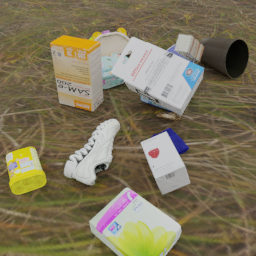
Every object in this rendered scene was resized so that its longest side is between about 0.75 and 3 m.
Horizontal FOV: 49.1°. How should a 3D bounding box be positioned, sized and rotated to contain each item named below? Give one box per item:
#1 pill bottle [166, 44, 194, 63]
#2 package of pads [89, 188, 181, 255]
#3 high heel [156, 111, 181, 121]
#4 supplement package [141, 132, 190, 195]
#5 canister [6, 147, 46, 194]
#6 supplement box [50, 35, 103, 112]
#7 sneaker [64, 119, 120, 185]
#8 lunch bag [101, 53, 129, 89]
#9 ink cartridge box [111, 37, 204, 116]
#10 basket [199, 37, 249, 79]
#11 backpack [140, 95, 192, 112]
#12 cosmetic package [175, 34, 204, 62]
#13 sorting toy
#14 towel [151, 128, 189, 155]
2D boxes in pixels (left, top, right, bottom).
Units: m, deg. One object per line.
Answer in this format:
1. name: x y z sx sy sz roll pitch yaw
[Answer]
1. pill bottle: 2.318 -3.186 13.341 1.424 1.424 2.379 25 47 27
2. package of pads: 0.207 2.570 7.166 1.932 0.659 1.493 31 50 30
3. high heel: 1.572 -0.434 10.866 0.683 0.342 0.957 -10 21 -21
4. supplement package: 1.117 1.044 8.583 0.931 0.920 1.536 -24 42 2
5. canister: -3.209 1.277 8.741 1.026 0.598 1.382 -17 42 -19
6. supplement box: -1.967 -2.132 11.148 1.675 2.658 0.977 14 40 18
7. sneaker: -0.902 0.766 9.176 1.085 1.006 2.677 26 52 14
8. lunch bag: -0.726 -2.718 13.222 2.259 0.871 1.811 -26 47 -27
9. ink cartridge box: 1.039 -1.893 10.116 2.877 0.976 1.669 30 87 16
10. basket: 4.491 -3.628 13.713 1.506 1.997 2.215 -39 41 -8
11. backpack: 1.529 -1.719 11.614 1.939 1.425 1.774 17 39 29
12. cosmetic package: 2.238 -2.879 10.138 0.529 0.626 1.212 20 8 35
13. sorting toy: -1.323 -4.659 15.457 2.716 1.451 2.445 -16 24 -18
14. towel: 1.470 0.549 9.865 0.873 0.293 1.182 -23 45 -16
